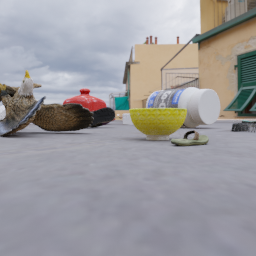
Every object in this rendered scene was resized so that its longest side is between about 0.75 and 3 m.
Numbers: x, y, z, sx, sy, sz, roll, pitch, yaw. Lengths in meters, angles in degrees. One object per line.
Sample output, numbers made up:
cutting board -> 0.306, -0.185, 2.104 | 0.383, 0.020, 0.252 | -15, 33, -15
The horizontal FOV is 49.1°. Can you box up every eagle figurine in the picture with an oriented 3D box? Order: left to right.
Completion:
eagle figurine -> -2.613, -0.485, 7.484 | 2.759, 2.082, 2.094 | 35, 66, 29

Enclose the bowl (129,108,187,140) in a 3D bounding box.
bowl -> 0.601, -0.075, 5.615 | 1.149, 0.618, 1.149 | 0, 1, 0

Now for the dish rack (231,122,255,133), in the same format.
dish rack -> 3.780, -0.011, 8.434 | 0.840, 0.299, 1.095 | -3, 6, -36

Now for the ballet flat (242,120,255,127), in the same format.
ballet flat -> 5.427, -0.187, 12.361 | 0.295, 0.297, 0.867 | -1, 3, -31

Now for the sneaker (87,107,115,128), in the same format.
sneaker -> -1.605, -0.250, 11.360 | 2.122, 0.803, 0.929 | -6, -20, -28

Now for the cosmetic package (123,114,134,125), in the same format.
cosmetic package -> 0.128, -0.517, 16.254 | 0.913, 0.642, 1.801 | 0, 3, -2

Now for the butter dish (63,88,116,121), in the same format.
butter dish -> -2.460, -1.229, 16.042 | 2.806, 2.080, 2.814 | 0, 3, 26

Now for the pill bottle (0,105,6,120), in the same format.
pill bottle -> -4.194, -0.378, 9.844 | 0.882, 0.882, 1.592 | -1, 3, -22

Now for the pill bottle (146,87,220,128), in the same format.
pill bottle -> 2.266, -0.851, 11.858 | 1.662, 1.662, 2.922 | -2, 2, -37

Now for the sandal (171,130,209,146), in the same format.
sandal -> 1.048, 0.157, 4.614 | 0.828, 0.236, 0.329 | -2, 3, -41
